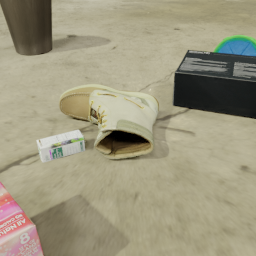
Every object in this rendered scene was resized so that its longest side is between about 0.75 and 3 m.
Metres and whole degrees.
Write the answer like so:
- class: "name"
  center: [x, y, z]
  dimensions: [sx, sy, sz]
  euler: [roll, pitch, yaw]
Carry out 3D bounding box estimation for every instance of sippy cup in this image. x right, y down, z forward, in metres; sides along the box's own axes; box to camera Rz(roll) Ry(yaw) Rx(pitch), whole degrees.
- class: "sippy cup"
  center: [3.684, -2.352, 9.440]
  dimensions: [2.055, 1.614, 1.506]
  euler: [40, 30, 4]

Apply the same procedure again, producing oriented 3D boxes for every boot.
- class: "boot"
  center: [-0.594, -0.184, 6.456]
  dimensions: [2.552, 0.920, 1.974]
  euler: [6, 33, 5]

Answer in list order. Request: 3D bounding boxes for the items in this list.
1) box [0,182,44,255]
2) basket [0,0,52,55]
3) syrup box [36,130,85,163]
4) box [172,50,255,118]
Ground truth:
- class: "box"
  center: [-2.458, 1.815, 2.868]
  dimensions: [2.888, 1.367, 1.482]
  euler: [-26, 41, -35]
- class: "basket"
  center: [-4.173, -4.645, 11.719]
  dimensions: [2.519, 2.793, 1.900]
  euler: [15, 35, 21]
- class: "syrup box"
  center: [-1.443, 0.382, 6.057]
  dimensions: [0.952, 0.375, 0.388]
  euler: [-15, 36, -23]
- class: "box"
  center: [2.913, -1.321, 8.036]
  dimensions: [2.874, 1.133, 2.029]
  euler: [11, 37, 17]
